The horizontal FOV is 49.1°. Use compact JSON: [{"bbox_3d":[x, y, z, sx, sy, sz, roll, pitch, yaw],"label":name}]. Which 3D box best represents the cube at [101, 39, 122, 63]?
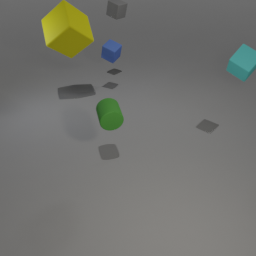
[{"bbox_3d":[-0.792,-3.679,13.432,0.700,0.700,0.700,29,54,10],"label":"cube"}]

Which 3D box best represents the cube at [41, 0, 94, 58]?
[{"bbox_3d":[-2.484,-4.019,11.542,1.400,1.400,1.400,15,53,-54],"label":"cube"}]

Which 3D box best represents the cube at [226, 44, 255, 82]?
[{"bbox_3d":[3.589,-2.009,8.674,0.700,0.700,0.700,40,84,19],"label":"cube"}]

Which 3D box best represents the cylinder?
[{"bbox_3d":[-0.538,-0.403,8.193,0.700,0.700,0.700,-8,43,-12],"label":"cylinder"}]

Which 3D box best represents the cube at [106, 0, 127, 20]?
[{"bbox_3d":[-0.550,-5.837,13.729,0.700,0.700,0.700,34,45,22],"label":"cube"}]
